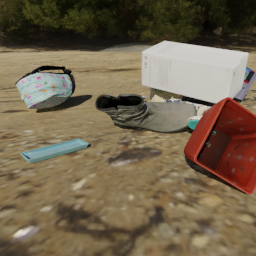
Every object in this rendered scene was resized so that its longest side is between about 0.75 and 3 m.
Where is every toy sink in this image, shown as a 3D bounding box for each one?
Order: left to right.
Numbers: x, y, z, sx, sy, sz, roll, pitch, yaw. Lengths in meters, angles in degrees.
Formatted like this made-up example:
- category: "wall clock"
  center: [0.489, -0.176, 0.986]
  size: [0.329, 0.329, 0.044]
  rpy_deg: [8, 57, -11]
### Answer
- category: "toy sink"
  center: [1.344, -1.156, 10.435]
  size: [0.975, 0.838, 1.496]
  rpy_deg: [-1, 19, -4]

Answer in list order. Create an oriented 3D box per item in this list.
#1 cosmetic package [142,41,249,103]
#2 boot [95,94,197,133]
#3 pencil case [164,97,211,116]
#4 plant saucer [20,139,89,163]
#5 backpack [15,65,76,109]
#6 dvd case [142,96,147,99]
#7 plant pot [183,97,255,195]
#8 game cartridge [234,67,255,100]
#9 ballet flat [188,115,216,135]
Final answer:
- category: "cosmetic package"
  center: [2.008, -1.815, 8.728]
  size: [2.876, 1.220, 1.547]
  rpy_deg: [21, 38, 31]
- category: "boot"
  center: [0.503, -0.419, 7.278]
  size: [2.462, 0.833, 1.608]
  rpy_deg: [-2, -14, 16]
- category: "pencil case"
  center: [1.944, -0.421, 8.239]
  size: [1.860, 0.832, 0.724]
  rpy_deg: [13, -2, 34]
- category: "plant saucer"
  center: [-1.672, 0.521, 6.522]
  size: [1.492, 0.142, 0.522]
  rpy_deg: [-15, 22, -37]
- category: "backpack"
  center: [-2.918, -1.383, 9.999]
  size: [1.665, 1.263, 1.996]
  rpy_deg: [-32, -7, 23]
- category: "dvd case"
  center: [-0.200, -1.120, 11.096]
  size: [1.559, 0.125, 1.159]
  rpy_deg: [-13, 15, -26]
- category: "plant pot"
  center: [1.725, 0.314, 5.152]
  size: [1.230, 1.229, 1.084]
  rpy_deg: [31, -8, -11]
- category: "game cartridge"
  center: [4.102, -1.774, 10.573]
  size: [1.886, 1.222, 0.362]
  rpy_deg: [8, 30, -39]
- category: "ballet flat"
  center: [2.185, -0.072, 7.236]
  size: [1.382, 0.496, 0.496]
  rpy_deg: [17, 18, -3]
